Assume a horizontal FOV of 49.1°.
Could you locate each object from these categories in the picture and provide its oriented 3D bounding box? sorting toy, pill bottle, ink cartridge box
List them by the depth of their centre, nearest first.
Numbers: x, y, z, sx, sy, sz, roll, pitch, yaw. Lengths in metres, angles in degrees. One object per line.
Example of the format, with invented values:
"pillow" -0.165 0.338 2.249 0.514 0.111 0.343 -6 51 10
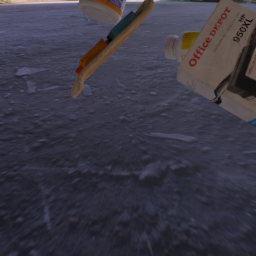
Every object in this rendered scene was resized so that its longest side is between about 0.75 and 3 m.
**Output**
"sorting toy" -0.290 -0.950 3.441 1.279 0.233 1.184 -51 12 -9
"ink cartridge box" 2.228 -1.123 5.245 2.191 1.584 0.923 33 1 11
"pill bottle" -0.419 -3.556 6.593 1.055 1.884 1.055 17 2 -1
"pill bottle" 1.600 -1.884 6.628 1.389 0.773 0.773 11 31 28
